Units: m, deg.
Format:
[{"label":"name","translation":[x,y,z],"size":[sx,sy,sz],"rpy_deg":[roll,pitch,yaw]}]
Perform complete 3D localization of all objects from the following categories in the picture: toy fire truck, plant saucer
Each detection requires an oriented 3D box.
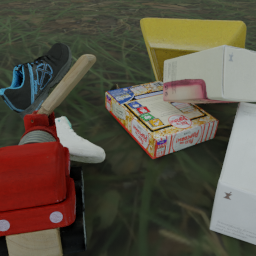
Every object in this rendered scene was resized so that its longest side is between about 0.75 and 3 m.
[{"label":"toy fire truck","translation":[-1.200,0.280,4.351],"size":[1.715,2.666,2.346],"rpy_deg":[-6,15,-8]},{"label":"plant saucer","translation":[1.789,-1.804,8.080],"size":[2.779,2.779,0.673],"rpy_deg":[13,65,24]}]

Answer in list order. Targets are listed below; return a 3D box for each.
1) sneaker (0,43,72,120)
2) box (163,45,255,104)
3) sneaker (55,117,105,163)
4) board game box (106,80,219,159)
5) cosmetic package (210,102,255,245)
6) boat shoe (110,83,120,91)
[{"label":"sneaker","translation":[-2.518,-1.599,7.997],"size":[1.010,1.130,2.759],"rpy_deg":[-7,51,38]},{"label":"box","translation":[1.849,-1.110,6.406],"size":[1.223,1.042,1.912],"rpy_deg":[1,3,-30]},{"label":"sneaker","translation":[-1.403,0.195,6.242],"size":[2.047,0.770,0.906],"rpy_deg":[11,70,17]},{"label":"board game box","translation":[0.791,-0.388,7.502],"size":[1.921,0.587,2.536],"rpy_deg":[-15,39,-24]},{"label":"cosmetic package","translation":[2.701,0.739,5.370],"size":[1.682,1.209,2.981],"rpy_deg":[15,37,22]},{"label":"boat shoe","translation":[-0.354,-1.122,9.045],"size":[0.342,0.334,0.905],"rpy_deg":[-41,31,18]}]
